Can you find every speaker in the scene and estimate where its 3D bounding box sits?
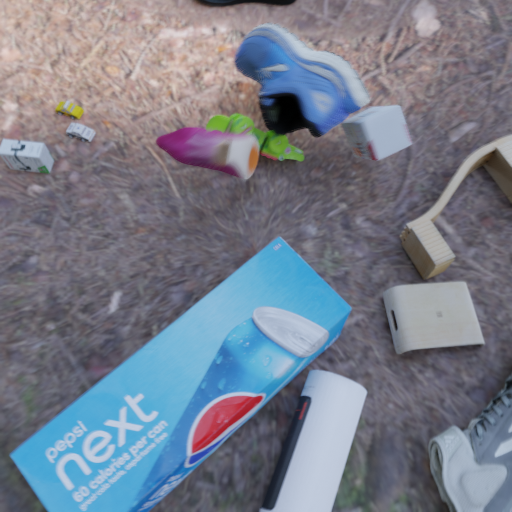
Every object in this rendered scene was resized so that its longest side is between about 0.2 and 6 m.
[{"bbox_3d":[0.856,2.926,8.243,0.960,0.960,2.365,20,68,8],"label":"speaker"}]

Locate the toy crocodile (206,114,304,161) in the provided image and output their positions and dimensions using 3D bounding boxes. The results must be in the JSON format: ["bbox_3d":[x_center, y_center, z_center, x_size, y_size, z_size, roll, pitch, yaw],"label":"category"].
[{"bbox_3d":[0.001,-2.157,10.413,1.941,0.655,0.599,20,103,-22],"label":"toy crocodile"}]

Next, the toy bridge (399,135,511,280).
[{"bbox_3d":[4.870,-1.360,10.260,5.102,0.694,1.715,-24,68,-10],"label":"toy bridge"}]

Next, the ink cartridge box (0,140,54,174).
[{"bbox_3d":[-4.323,-1.867,10.545,0.800,0.586,0.332,7,67,4],"label":"ink cartridge box"}]

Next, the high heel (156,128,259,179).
[{"bbox_3d":[-0.691,-1.692,9.136,1.049,2.187,0.736,15,105,17],"label":"high heel"}]

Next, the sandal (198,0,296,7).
[{"bbox_3d":[-0.242,-6.046,12.375,2.403,0.575,0.903,-1,66,0],"label":"sandal"}]

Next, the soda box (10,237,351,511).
[{"bbox_3d":[-0.892,1.964,8.339,4.825,1.548,1.637,-39,72,-15],"label":"soda box"}]

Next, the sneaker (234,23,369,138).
[{"bbox_3d":[0.426,-3.034,9.898,1.446,1.274,3.243,-45,45,-1],"label":"sneaker"}]

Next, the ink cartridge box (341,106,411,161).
[{"bbox_3d":[2.073,-2.140,9.745,0.713,0.986,0.716,-27,107,-6],"label":"ink cartridge box"}]

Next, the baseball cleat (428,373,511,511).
[{"bbox_3d":[3.637,2.515,8.288,1.845,1.208,3.466,17,67,7],"label":"baseball cleat"}]

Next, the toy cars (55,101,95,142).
[{"bbox_3d":[-3.612,-2.704,11.089,0.520,0.257,1.160,-27,69,-11],"label":"toy cars"}]

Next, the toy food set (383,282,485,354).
[{"bbox_3d":[2.978,1.049,9.399,1.528,0.462,1.096,-3,66,-10],"label":"toy food set"}]
